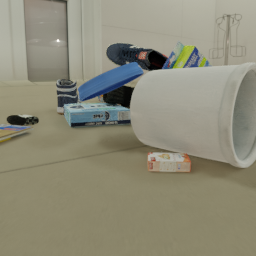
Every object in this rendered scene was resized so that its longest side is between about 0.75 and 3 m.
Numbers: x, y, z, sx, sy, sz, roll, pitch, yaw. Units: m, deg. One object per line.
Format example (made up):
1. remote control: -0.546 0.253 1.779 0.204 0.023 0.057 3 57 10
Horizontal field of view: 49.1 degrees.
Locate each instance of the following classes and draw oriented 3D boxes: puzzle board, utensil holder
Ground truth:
1. puzzle board: -4.431 0.160 7.817 2.777 0.242 2.093 4 12 17
2. utensil holder: 1.502 -0.364 6.064 2.359 2.005 2.005 10 15 42

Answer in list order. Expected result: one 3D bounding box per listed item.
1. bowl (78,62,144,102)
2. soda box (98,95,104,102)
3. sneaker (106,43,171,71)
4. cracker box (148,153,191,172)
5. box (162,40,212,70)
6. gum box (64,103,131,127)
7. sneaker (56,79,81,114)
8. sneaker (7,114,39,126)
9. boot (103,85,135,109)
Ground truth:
1. bowl: -0.489 -1.249 7.556 1.871 0.367 1.871 -24 5 2
2. soda box: -0.925 -1.794 15.729 0.782 0.727 2.286 -7 13 -27
3. sneaker: 0.385 -2.543 9.947 2.431 0.911 1.027 11 5 -1
4. cracker box: 0.781 0.658 5.442 0.797 0.230 0.534 0 12 3
5. box: 2.334 -1.709 9.872 2.515 1.534 0.599 33 -5 -35
6. gum box: -1.230 -0.548 10.317 2.052 0.538 2.415 -4 11 -17
7. sneaker: -2.619 -1.513 12.704 0.926 1.433 2.641 0 12 0
8. sneaker: -3.616 -0.271 9.528 1.033 0.383 0.457 3 8 -37
9. boot: 0.263 -1.117 10.337 2.134 1.074 2.854 20 -4 -18
